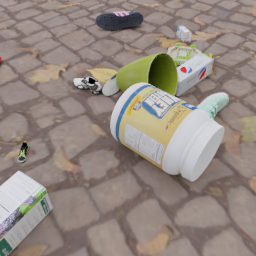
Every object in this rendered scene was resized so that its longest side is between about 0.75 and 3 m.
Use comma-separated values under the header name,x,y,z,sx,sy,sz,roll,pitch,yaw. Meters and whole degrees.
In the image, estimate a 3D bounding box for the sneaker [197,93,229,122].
name,x,y,z,sx,sy,sz,roll,pitch,yaw
sneaker,2.838,-0.297,9.424,2.206,0.812,1.301,-31,47,-14

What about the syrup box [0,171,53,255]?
name,x,y,z,sx,sy,sz,roll,pitch,yaw
syrup box,-3.147,2.386,6.675,1.058,1.023,2.597,26,51,23

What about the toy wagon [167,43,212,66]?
name,x,y,z,sx,sy,sz,roll,pitch,yaw
toy wagon,2.746,-3.214,12.583,1.968,0.389,1.527,11,47,9

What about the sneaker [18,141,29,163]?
name,x,y,z,sx,sy,sz,roll,pitch,yaw
sneaker,-3.312,0.739,8.782,0.269,0.311,0.750,-3,46,-2

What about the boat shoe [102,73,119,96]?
name,x,y,z,sx,sy,sz,roll,pitch,yaw
boat shoe,-0.533,-1.812,11.160,1.458,0.539,0.440,-52,23,-20

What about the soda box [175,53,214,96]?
name,x,y,z,sx,sy,sz,roll,pitch,yaw
soda box,2.493,-2.180,11.311,2.213,0.754,0.705,-35,55,-28

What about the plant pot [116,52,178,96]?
name,x,y,z,sx,sy,sz,roll,pitch,yaw
plant pot,0.547,-1.800,10.377,1.934,1.809,1.809,9,41,42

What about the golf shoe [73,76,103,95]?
name,x,y,z,sx,sy,sz,roll,pitch,yaw
golf shoe,-1.605,-1.824,11.054,1.372,0.648,0.533,21,50,21

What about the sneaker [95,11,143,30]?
name,x,y,z,sx,sy,sz,roll,pitch,yaw
sneaker,-0.486,-5.717,14.851,2.487,0.872,1.020,-4,28,-7

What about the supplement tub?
name,x,y,z,sx,sy,sz,roll,pitch,yaw
supplement tub,1.103,0.082,8.207,2.809,2.032,2.032,31,53,27

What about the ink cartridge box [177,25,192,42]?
name,x,y,z,sx,sy,sz,roll,pitch,yaw
ink cartridge box,2.771,-4.652,13.886,0.303,0.517,0.892,-16,48,-15
